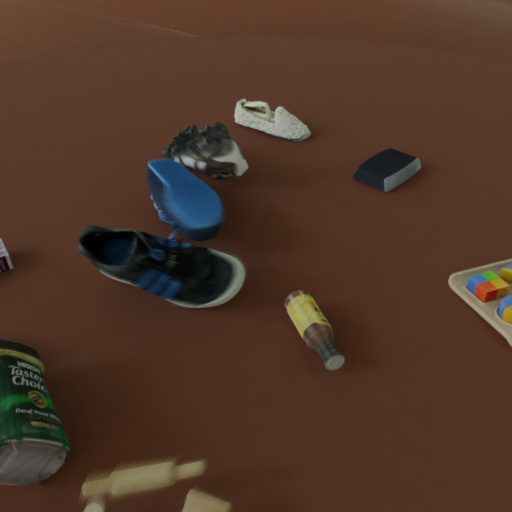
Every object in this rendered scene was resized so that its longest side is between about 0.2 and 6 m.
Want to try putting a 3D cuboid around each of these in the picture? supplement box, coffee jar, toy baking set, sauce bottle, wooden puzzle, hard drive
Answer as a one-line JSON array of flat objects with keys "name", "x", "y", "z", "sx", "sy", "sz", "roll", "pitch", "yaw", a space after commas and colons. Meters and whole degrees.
[{"name": "supplement box", "x": -5.481, "y": 0.155, "z": 10.921, "sx": 1.228, "sy": 0.374, "sz": 0.668, "roll": -23, "pitch": 43, "yaw": -25}, {"name": "coffee jar", "x": -3.400, "y": 2.091, "z": 7.823, "sx": 0.890, "sy": 1.088, "sz": 2.087, "roll": -50, "pitch": 46, "yaw": 8}, {"name": "toy baking set", "x": -1.446, "y": 3.360, "z": 6.472, "sx": 2.353, "sy": 0.274, "sz": 1.806, "roll": -5, "pitch": 56, "yaw": -2}, {"name": "sauce bottle", "x": 0.988, "y": 1.243, "z": 9.394, "sx": 0.522, "sy": 0.522, "sz": 1.614, "roll": -12, "pitch": 39, "yaw": -15}, {"name": "wooden puzzle", "x": 4.766, "y": 0.715, "z": 10.147, "sx": 1.761, "sy": 0.440, "sz": 1.901, "roll": -12, "pitch": 40, "yaw": -16}, {"name": "hard drive", "x": 3.273, "y": -2.182, "z": 13.939, "sx": 1.113, "sy": 0.349, "sz": 1.650, "roll": 30, "pitch": 47, "yaw": 33}]

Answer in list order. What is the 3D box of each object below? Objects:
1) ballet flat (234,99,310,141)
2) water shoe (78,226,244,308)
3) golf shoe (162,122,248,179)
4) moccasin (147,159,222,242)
[{"name": "ballet flat", "x": 0.393, "y": -3.870, "z": 15.776, "sx": 2.396, "sy": 0.860, "sz": 0.860, "roll": 20, "pitch": 42, "yaw": 22}, {"name": "water shoe", "x": -1.773, "y": 0.181, "z": 9.978, "sx": 3.098, "sy": 1.222, "sz": 1.108, "roll": 9, "pitch": 77, "yaw": 19}, {"name": "golf shoe", "x": -1.299, "y": -2.423, "z": 13.810, "sx": 1.166, "sy": 1.417, "sz": 2.998, "roll": -52, "pitch": 30, "yaw": -9}, {"name": "moccasin", "x": -1.517, "y": -1.066, "z": 11.999, "sx": 1.251, "sy": 1.060, "sz": 3.110, "roll": -4, "pitch": 33, "yaw": -22}]
